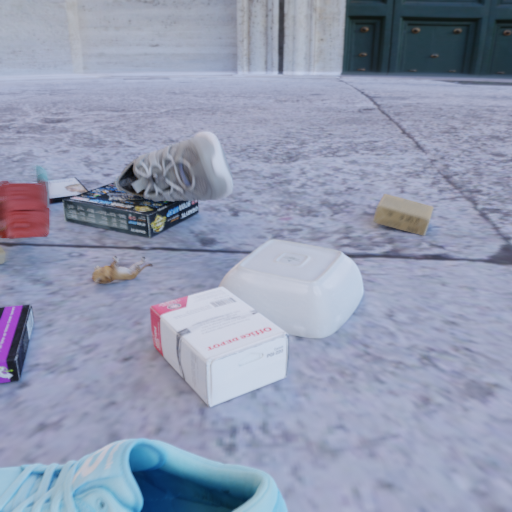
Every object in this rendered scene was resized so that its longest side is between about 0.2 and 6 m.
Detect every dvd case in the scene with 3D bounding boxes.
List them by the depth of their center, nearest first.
[{"bbox_3d":[-4.570,-1.510,12.911,1.185,0.146,1.661,-12,25,-26],"label":"dvd case"}]

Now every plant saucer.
[{"bbox_3d":[-4.381,-1.378,11.513,0.176,0.979,0.979,-6,23,-23],"label":"plant saucer"}]

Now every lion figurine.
[{"bbox_3d":[-2.020,0.248,8.436,0.828,0.507,0.300,8,44,-31],"label":"lion figurine"}]

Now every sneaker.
[{"bbox_3d":[-1.070,1.679,3.961,2.703,1.108,0.999,3,22,6],"label":"sneaker"},{"bbox_3d":[-1.501,-1.343,9.906,1.302,1.186,3.175,-27,14,-29],"label":"sneaker"}]

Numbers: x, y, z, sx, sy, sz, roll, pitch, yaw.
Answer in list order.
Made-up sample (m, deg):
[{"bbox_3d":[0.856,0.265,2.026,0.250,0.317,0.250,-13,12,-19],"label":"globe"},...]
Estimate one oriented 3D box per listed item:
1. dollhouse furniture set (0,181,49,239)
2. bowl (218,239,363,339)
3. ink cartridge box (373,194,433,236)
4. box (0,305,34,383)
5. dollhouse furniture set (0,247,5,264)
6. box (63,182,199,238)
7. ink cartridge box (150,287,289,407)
[{"bbox_3d":[-4.368,-0.676,8.598,2.145,0.872,1.154,-5,4,-32],"label":"dollhouse furniture set"},{"bbox_3d":[0.496,0.340,7.787,1.820,0.679,1.818,12,26,24],"label":"bowl"},{"bbox_3d":[2.825,-0.798,10.722,0.999,0.375,0.823,17,26,16],"label":"ink cartridge box"},{"bbox_3d":[-3.642,1.081,6.417,1.914,0.345,1.368,-4,22,-13],"label":"box"},{"bbox_3d":[-4.499,-0.310,9.694,1.236,1.107,1.559,51,31,3],"label":"dollhouse furniture set"},{"bbox_3d":[-2.469,-0.989,11.196,2.114,0.486,1.680,11,25,24],"label":"box"},{"bbox_3d":[-0.437,0.965,6.348,1.034,0.602,1.419,-14,25,-30],"label":"ink cartridge box"}]
